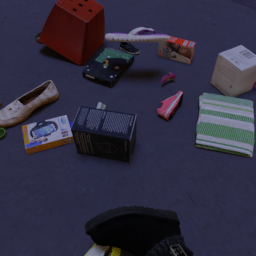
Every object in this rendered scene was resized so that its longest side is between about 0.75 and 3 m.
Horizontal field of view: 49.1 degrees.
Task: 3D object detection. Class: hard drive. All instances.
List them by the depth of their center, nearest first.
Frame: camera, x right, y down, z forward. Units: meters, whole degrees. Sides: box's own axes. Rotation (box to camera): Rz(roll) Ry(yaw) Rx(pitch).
[{"bbox_3d":[-0.865,-2.832,12.846,1.549,0.419,2.217,21,53,17],"label":"hard drive"}]

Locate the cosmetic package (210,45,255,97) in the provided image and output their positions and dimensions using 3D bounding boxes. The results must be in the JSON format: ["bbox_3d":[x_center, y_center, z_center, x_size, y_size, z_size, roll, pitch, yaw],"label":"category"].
[{"bbox_3d":[4.483,-2.319,11.651,1.283,1.542,1.291,-24,53,-19],"label":"cosmetic package"}]

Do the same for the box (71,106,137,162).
[{"bbox_3d":[-0.747,0.225,9.465,1.964,1.458,1.051,10,54,8],"label":"box"}]

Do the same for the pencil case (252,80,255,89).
[{"bbox_3d":[5.754,-2.105,11.455,0.716,1.577,0.739,-21,67,-13],"label":"pencil case"}]

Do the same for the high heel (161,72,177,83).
[{"bbox_3d":[1.761,-2.112,12.132,0.383,0.269,0.798,38,53,14],"label":"high heel"}]

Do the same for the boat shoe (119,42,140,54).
[{"bbox_3d":[0.065,-3.990,13.888,1.203,0.374,0.449,30,53,22],"label":"boat shoe"}]

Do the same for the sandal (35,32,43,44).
[{"bbox_3d":[-3.494,-4.578,14.243,1.094,0.731,2.677,24,38,19],"label":"sandal"}]

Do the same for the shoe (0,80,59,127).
[{"bbox_3d":[-4.002,-1.023,11.029,0.965,0.737,2.759,37,57,28],"label":"shoe"}]

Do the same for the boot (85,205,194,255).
[{"bbox_3d":[0.515,3.084,6.641,2.973,1.119,2.222,11,42,-30],"label":"boot"}]

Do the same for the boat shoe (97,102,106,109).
[{"bbox_3d":[-1.101,-0.449,10.374,0.316,0.367,1.018,19,85,-10],"label":"boat shoe"}]

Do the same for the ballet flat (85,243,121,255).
[{"bbox_3d":[-1.193,3.735,6.813,0.927,0.930,2.774,30,56,23],"label":"ballet flat"}]

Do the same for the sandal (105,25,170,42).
[{"bbox_3d":[0.406,-3.805,11.271,2.640,0.649,1.074,-1,14,-4],"label":"sandal"}]

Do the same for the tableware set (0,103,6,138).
[{"bbox_3d":[-5.254,-0.333,10.757,1.355,0.309,2.011,-8,49,-7],"label":"tableware set"}]

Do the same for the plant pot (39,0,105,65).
[{"bbox_3d":[-2.404,-4.839,13.022,2.383,2.102,2.386,31,54,-1],"label":"plant pot"}]

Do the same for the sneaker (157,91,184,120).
[{"bbox_3d":[1.701,-1.024,11.171,0.691,0.587,1.593,24,54,21],"label":"sneaker"}]

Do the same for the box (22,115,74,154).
[{"bbox_3d":[-2.824,0.185,10.260,1.907,0.395,1.135,-17,51,-12],"label":"box"}]

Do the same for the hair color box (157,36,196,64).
[{"bbox_3d":[2.284,-3.742,13.299,1.674,0.929,0.535,19,52,16],"label":"hair color box"}]

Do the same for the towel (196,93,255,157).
[{"bbox_3d":[3.690,-0.218,10.667,2.134,0.327,2.797,11,49,9],"label":"towel"}]
